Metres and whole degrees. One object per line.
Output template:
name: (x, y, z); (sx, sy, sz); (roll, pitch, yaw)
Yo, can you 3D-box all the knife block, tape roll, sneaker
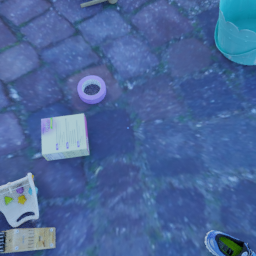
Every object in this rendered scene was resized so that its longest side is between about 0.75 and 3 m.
knife block: (-2.898, 2.934, 7.259); (1.611, 1.414, 0.515); (16, 60, -43)
tape roll: (-1.166, -1.243, 9.064); (0.898, 0.295, 0.898); (0, 67, 1)
sneaker: (2.807, 3.239, 6.884); (1.861, 0.830, 0.731); (32, 71, 12)

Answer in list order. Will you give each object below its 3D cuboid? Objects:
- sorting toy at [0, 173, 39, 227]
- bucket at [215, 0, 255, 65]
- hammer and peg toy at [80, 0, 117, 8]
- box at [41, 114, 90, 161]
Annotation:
sorting toy: (-2.910, 1.981, 7.526); (1.328, 0.710, 1.196); (-22, 81, 7)
bucket: (4.086, -3.396, 9.058); (2.545, 1.656, 2.545); (-5, 61, 8)
hammer and peg toy: (-1.376, -5.600, 10.635); (1.612, 0.773, 2.191); (-25, 69, -10)
box: (-1.837, 0.273, 8.247); (1.276, 0.617, 1.122); (-8, 67, -4)
